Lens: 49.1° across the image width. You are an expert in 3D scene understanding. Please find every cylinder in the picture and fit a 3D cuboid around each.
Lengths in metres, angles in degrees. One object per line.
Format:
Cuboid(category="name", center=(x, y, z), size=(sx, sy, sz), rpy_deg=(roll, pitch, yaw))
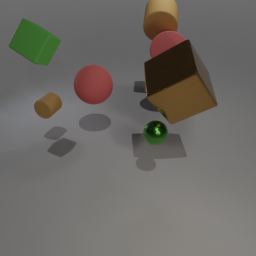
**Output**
Cuboid(category="cylinder", center=(1.660, -2.900, 11.141), size=(1.400, 1.400, 1.400), rpy_deg=(9, -5, 15))
Cuboid(category="cylinder", center=(1.376, -4.582, 11.730), size=(1.400, 1.400, 1.400), rpy_deg=(3, 51, 6))
Cuboid(category="cylinder", center=(-2.772, -0.785, 9.735), size=(0.700, 0.700, 0.700), rpy_deg=(11, 35, 17))

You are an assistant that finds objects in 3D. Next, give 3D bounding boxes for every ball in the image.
Cuboid(category="ball", center=(0.773, 0.135, 7.830), size=(0.700, 0.700, 0.700), rpy_deg=(0, 31, 0))
Cuboid(category="ball", center=(-1.234, -1.542, 10.014), size=(1.400, 1.400, 1.400), rpy_deg=(0, 31, 0))

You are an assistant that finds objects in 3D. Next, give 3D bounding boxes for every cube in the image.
Cuboid(category="cube", center=(-2.066, -1.901, 6.289), size=(0.700, 0.700, 0.700), rpy_deg=(33, 11, 2))
Cuboid(category="cube", center=(1.400, -1.212, 7.625), size=(1.400, 1.400, 1.400), rpy_deg=(-24, 46, 26))
